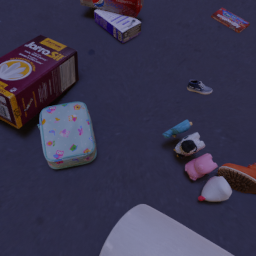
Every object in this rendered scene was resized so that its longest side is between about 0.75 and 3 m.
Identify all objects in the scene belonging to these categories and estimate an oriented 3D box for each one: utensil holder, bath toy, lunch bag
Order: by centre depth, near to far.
[{"bbox_3d":[0.835,2.916,5.557,2.354,2.000,2.000,23,59,33],"label":"utensil holder"},{"bbox_3d":[1.859,0.969,7.641,0.871,1.025,2.358,-30,76,4],"label":"bath toy"},{"bbox_3d":[-1.821,0.181,8.323,1.578,0.759,1.968,-14,58,-5],"label":"lunch bag"}]

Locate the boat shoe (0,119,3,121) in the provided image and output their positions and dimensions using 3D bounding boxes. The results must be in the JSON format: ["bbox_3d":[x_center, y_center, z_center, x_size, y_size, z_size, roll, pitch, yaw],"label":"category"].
[{"bbox_3d":[-4.413,-0.563,8.947,1.595,0.604,0.589,2,52,-8],"label":"boat shoe"}]

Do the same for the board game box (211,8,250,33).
[{"bbox_3d":[4.255,-4.492,11.654,0.734,0.139,1.427,-39,65,-20],"label":"board game box"}]

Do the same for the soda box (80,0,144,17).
[{"bbox_3d":[-0.660,-5.177,11.050,2.473,0.784,0.866,17,57,13],"label":"soda box"}]

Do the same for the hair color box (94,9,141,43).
[{"bbox_3d":[-0.422,-4.242,11.236,0.984,0.583,1.800,-35,62,-22],"label":"hair color box"}]

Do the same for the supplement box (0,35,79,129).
[{"bbox_3d":[-3.074,-1.566,8.799,1.630,1.265,2.953,26,49,16],"label":"supplement box"}]

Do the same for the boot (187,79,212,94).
[{"bbox_3d":[2.469,-1.410,9.547,0.863,0.390,0.314,9,58,6],"label":"boot"}]

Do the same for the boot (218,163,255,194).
[{"bbox_3d":[3.465,1.266,7.730,1.949,0.731,1.045,19,54,5],"label":"boot"}]
